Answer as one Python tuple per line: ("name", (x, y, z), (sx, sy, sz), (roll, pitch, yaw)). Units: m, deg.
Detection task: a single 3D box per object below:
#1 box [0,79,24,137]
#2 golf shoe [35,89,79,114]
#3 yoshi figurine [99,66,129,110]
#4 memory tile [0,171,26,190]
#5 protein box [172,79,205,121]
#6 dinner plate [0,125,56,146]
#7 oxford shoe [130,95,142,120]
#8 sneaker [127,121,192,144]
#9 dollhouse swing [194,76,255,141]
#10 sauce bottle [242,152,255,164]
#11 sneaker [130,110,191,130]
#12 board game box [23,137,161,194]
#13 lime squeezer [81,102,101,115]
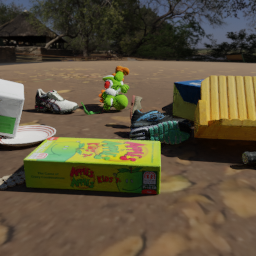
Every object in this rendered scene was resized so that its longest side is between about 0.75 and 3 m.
("box", (-4.435, -0.759, 9.280), (1.683, 1.449, 1.691), (11, 20, -27))
("golf shoe", (-3.338, -1.213, 12.882), (2.250, 0.991, 0.869), (7, 17, 17))
("yoshi figurine", (-0.443, -1.735, 13.438), (1.387, 1.393, 2.478), (-6, 49, 26))
("memory tile", (-2.666, 1.208, 6.487), (0.751, 0.063, 0.576), (-14, 22, -38))
("protein box", (3.425, -1.200, 11.936), (2.166, 1.461, 2.150), (-10, 20, -31))
("dinner plate", (-3.402, 0.270, 9.244), (2.000, 0.242, 2.000), (0, 17, 0))
("oxford shoe", (0.321, -0.661, 10.628), (0.443, 1.185, 0.418), (6, -10, 0))
("sneaker", (0.991, 0.106, 9.006), (2.015, 0.750, 0.882), (-4, 12, -10))
("dollhouse swing", (3.606, -0.929, 8.843), (2.796, 2.458, 2.541), (3, -12, 10))
("sauce bottle", (3.761, 0.748, 7.273), (1.535, 0.497, 0.497), (-2, 17, -4))
("sneaker", (1.101, -0.272, 9.583), (2.051, 0.840, 0.751), (2, -27, 7))
("board game box", (-0.715, 0.819, 6.642), (2.937, 0.699, 1.492), (2, 17, 5))
("lime squeezer", (-1.715, -0.766, 12.500), (1.108, 0.391, 0.209), (25, -20, -38))
